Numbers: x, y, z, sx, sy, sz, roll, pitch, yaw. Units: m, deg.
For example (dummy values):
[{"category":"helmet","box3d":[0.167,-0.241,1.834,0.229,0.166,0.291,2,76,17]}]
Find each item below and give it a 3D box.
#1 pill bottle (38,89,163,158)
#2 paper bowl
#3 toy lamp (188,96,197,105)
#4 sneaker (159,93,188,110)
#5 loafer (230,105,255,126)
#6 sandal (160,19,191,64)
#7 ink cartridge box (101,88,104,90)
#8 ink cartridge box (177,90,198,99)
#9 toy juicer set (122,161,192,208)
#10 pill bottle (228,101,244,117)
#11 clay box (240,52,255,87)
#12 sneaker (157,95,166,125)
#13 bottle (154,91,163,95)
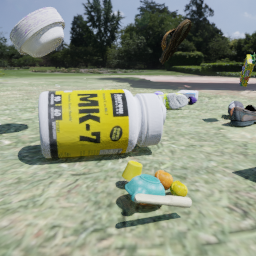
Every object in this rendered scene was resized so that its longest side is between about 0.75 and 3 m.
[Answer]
[{"category":"pill bottle","box3d":[-0.718,-0.154,7.367,2.988,1.708,1.708,-4,14,-12]},{"category":"paper bowl","box3d":[-2.710,-2.877,8.755,1.710,0.890,1.710,-35,6,4]},{"category":"toy lamp","box3d":[3.129,-1.537,15.897,1.712,0.498,0.498,-6,15,-21]},{"category":"sneaker","box3d":[1.933,-1.449,14.699,2.274,0.861,1.194,-1,13,0]},{"category":"loafer","box3d":[4.930,-0.602,11.254,2.465,0.775,0.885,-13,15,-43]},{"category":"sandal","box3d":[1.591,-3.202,10.350,0.899,0.601,2.200,-40,-7,-20]},{"category":"ink cartridge box","box3d":[-1.946,-1.629,16.286,1.521,0.576,1.124,-34,12,9]},{"category":"ink cartridge box","box3d":[3.640,-1.928,17.154,1.096,0.643,1.497,6,14,21]},{"category":"toy juicer set","box3d":[0.506,1.143,4.857,1.150,0.492,1.807,16,8,-8]},{"category":"pill bottle","box3d":[4.733,-0.787,12.265,0.687,0.687,1.293,5,14,19]},{"category":"clay box","box3d":[4.586,-2.263,10.761,0.279,1.174,0.674,10,44,11]},{"category":"sneaker","box3d":[0.902,-0.828,11.690,1.044,1.032,2.630,5,15,-2]},{"category":"bottle","box3d":[1.917,-1.998,17.647,0.705,0.551,1.688,1,13,4]}]
